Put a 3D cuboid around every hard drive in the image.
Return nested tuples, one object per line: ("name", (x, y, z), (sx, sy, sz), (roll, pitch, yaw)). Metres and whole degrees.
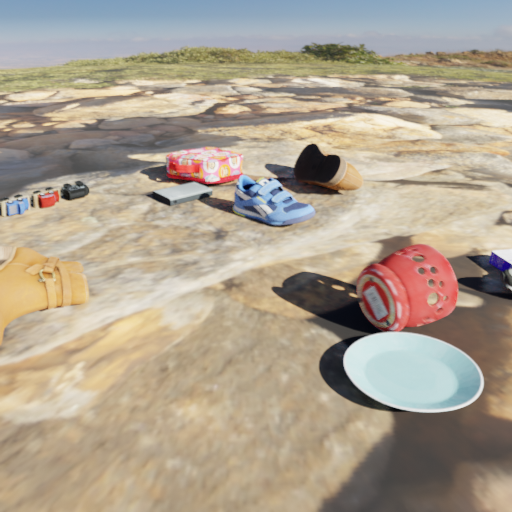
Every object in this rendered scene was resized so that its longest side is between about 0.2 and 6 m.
("hard drive", (-1.936, -1.644, 14.798), (1.309, 0.215, 0.914), (-18, 30, -35))

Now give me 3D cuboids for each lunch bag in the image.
("lunch bag", (-1.557, -2.570, 15.952), (2.036, 0.834, 1.793), (14, 23, 37))

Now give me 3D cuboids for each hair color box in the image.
("hair color box", (4.946, 0.177, 10.693), (0.493, 0.292, 0.902), (-5, 23, -12))

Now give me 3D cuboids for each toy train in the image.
("toy train", (-5.326, -1.435, 14.154), (0.566, 0.421, 2.471), (33, 38, 31))

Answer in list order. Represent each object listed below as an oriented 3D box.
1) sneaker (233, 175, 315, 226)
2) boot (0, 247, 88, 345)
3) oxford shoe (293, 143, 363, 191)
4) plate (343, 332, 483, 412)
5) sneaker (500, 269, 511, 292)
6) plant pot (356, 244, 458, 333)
("sneaker", (0.345, -1.308, 13.141), (2.277, 0.936, 0.842), (16, 27, 34))
("boot", (-3.621, 0.725, 9.050), (1.750, 0.865, 2.255), (11, 31, -30))
("oxford shoe", (1.958, -2.359, 15.781), (1.126, 1.127, 3.159), (23, 12, -25))
("plate", (2.094, 1.598, 7.605), (1.826, 0.233, 1.826), (0, 24, 0))
("sneaker", (5.319, 0.368, 9.613), (2.127, 0.843, 0.786), (4, 26, 11))
("plant pot", (2.295, 0.535, 8.715), (1.132, 1.243, 1.243), (-17, 29, -26))
